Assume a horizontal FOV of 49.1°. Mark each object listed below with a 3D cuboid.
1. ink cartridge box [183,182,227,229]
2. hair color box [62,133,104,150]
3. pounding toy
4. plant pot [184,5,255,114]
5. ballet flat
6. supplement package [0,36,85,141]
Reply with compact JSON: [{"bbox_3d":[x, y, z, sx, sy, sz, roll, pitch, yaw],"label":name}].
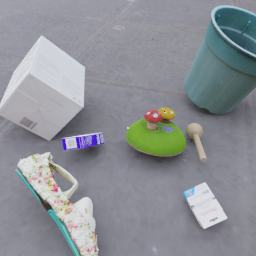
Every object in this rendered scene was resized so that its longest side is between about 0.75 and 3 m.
[{"bbox_3d":[1.626,1.676,5.891,0.542,0.317,0.935,-24,41,1],"label":"ink cartridge box"},{"bbox_3d":[-1.120,0.338,7.154,0.560,0.332,1.024,-8,2,30],"label":"hair color box"},{"bbox_3d":[1.012,-0.037,7.186,2.049,0.951,1.581,9,26,2],"label":"pounding toy"},{"bbox_3d":[2.995,-1.833,8.337,2.466,2.415,2.466,11,49,-13],"label":"plant pot"},{"bbox_3d":[-1.232,1.434,5.454,0.857,1.015,2.683,-34,65,-24],"label":"ballet flat"},{"bbox_3d":[-2.333,-1.132,7.916,1.605,1.593,2.115,34,30,-30],"label":"supplement package"}]
